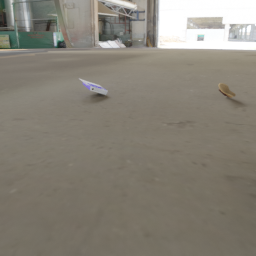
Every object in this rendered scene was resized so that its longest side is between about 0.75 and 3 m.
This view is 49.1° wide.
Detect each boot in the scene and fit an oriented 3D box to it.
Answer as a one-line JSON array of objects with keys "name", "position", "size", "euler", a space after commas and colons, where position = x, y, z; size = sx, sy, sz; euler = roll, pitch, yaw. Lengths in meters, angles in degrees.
[{"name": "boot", "position": [3.829, -1.514, 11.285], "size": [0.899, 0.325, 0.748], "euler": [33, 2, -17]}]

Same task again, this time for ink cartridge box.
[{"name": "ink cartridge box", "position": [-1.535, -1.770, 11.969], "size": [1.055, 0.229, 1.046], "euler": [15, 14, -33]}]
